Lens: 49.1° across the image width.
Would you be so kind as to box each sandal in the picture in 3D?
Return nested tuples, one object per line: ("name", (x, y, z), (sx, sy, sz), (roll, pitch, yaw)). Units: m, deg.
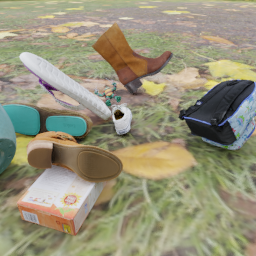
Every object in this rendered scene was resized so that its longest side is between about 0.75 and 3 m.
("sandal", (-1.631, -0.878, 7.514), (2.997, 0.737, 1.220), (34, 12, -37))

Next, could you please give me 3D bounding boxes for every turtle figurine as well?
("turtle figurine", (-0.617, -1.135, 8.979), (0.778, 0.523, 1.039), (-36, 47, 7))

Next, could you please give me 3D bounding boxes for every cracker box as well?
("cracker box", (-1.137, 1.148, 5.419), (1.104, 0.476, 1.649), (10, 34, 17))

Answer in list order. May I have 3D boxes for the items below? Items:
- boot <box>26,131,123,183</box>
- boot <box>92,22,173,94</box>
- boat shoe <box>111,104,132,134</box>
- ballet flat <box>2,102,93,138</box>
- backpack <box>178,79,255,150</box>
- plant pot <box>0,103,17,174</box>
("boot", (-1.072, 0.506, 5.588), (1.800, 0.690, 1.397), (5, 10, -14))
("boot", (0.197, -2.720, 9.914), (2.133, 2.266, 0.776), (-37, 8, 9))
("boat shoe", (-0.238, -0.412, 7.940), (0.540, 0.623, 1.462), (-16, 26, 11))
("ballet flat", (-2.207, -0.236, 7.668), (2.615, 0.887, 0.946), (4, 11, 6))
("backpack", (2.430, -0.363, 6.952), (1.658, 1.219, 1.517), (-45, 29, -15))
("plant pot", (-3.339, 0.175, 5.605), (1.754, 2.185, 2.185), (40, 43, 17))
